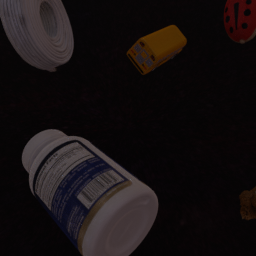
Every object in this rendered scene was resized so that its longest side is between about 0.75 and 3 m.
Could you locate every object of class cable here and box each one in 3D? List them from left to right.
[{"bbox_3d":[-1.974,-2.332,6.272,0.703,2.032,2.031,-8,97,16],"label":"cable"}]

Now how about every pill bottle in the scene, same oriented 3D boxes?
[{"bbox_3d":[-0.886,1.074,5.256,1.505,1.505,2.710,-45,49,-16],"label":"pill bottle"}]

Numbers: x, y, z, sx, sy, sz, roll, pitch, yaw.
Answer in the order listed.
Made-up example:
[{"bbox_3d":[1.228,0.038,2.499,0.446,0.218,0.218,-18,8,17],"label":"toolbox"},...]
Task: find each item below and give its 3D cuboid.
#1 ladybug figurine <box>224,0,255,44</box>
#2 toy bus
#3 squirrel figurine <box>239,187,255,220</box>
[{"bbox_3d":[3.085,-3.109,7.620,0.573,1.082,1.593,3,83,-44],"label":"ladybug figurine"},{"bbox_3d":[0.758,-1.882,6.565,0.629,0.756,1.932,51,45,0],"label":"toy bus"},{"bbox_3d":[2.656,1.586,5.644,0.797,0.743,0.564,-15,26,17],"label":"squirrel figurine"}]
